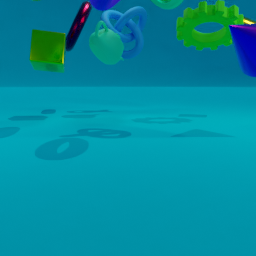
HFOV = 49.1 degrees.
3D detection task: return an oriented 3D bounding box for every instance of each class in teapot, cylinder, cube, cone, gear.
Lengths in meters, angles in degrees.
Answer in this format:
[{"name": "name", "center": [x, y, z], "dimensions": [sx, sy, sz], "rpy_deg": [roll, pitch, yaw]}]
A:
[{"name": "teapot", "center": [-0.634, -2.750, 9.429], "dimensions": [1.229, 0.968, 1.977], "rpy_deg": [36, -13, 31]}, {"name": "cylinder", "center": [3.712, -3.236, 9.344], "dimensions": [0.910, 0.910, 0.910], "rpy_deg": [27, 15, 11]}, {"name": "cube", "center": [-2.530, -2.429, 8.972], "dimensions": [1.005, 1.005, 1.005], "rpy_deg": [4, -5, -11]}, {"name": "cone", "center": [2.479, -1.855, 5.808], "dimensions": [1.248, 1.243, 1.243], "rpy_deg": [17, -1, -32]}, {"name": "gear", "center": [2.343, -2.900, 8.121], "dimensions": [1.842, 0.341, 1.842], "rpy_deg": [5, -16, 2]}]

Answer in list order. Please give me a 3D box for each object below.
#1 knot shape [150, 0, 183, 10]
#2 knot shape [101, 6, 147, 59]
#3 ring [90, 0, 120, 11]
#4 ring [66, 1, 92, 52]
[{"name": "knot shape", "center": [0.910, -3.172, 5.428], "dimensions": [1.592, 0.786, 1.702], "rpy_deg": [-9, -23, 18]}, {"name": "knot shape", "center": [0.024, -3.879, 10.859], "dimensions": [1.866, 1.995, 0.922], "rpy_deg": [-42, 26, -9]}, {"name": "ring", "center": [0.094, -2.491, 4.165], "dimensions": [0.360, 1.800, 1.800], "rpy_deg": [43, 1, -12]}, {"name": "ring", "center": [-1.938, -3.867, 10.720], "dimensions": [0.404, 2.021, 2.021], "rpy_deg": [25, 2, -17]}]
